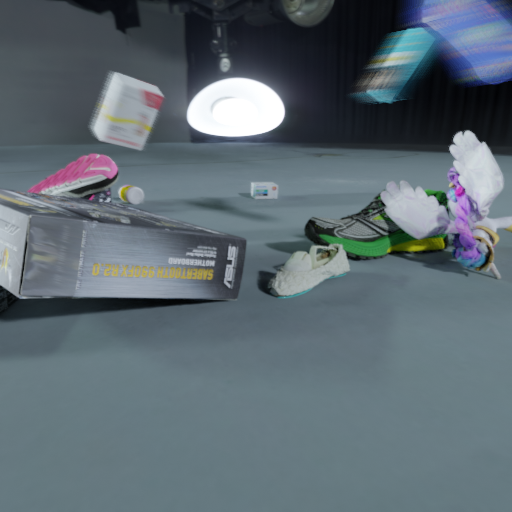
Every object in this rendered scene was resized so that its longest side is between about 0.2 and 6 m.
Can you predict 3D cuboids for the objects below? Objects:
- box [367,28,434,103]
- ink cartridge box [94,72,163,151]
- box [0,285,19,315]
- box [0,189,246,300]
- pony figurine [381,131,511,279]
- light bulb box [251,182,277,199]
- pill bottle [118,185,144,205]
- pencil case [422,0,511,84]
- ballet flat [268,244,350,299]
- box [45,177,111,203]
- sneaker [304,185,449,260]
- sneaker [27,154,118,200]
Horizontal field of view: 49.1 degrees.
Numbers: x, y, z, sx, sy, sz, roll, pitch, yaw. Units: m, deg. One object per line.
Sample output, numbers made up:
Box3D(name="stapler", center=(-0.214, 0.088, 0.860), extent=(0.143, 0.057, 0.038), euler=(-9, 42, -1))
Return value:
Box3D(name="box", center=(2.637, -3.486, 10.279), extent=(0.331, 1.345, 0.553), euler=(30, 10, -20))
Box3D(name="ink cartridge box", center=(-2.334, -2.599, 10.210), extent=(0.847, 1.167, 0.487), euler=(8, 33, -37))
Box3D(name="box", center=(-4.362, 0.563, 7.221), extent=(2.127, 0.523, 2.202), euler=(2, 13, -4))
Box3D(name="box", center=(-2.527, -0.254, 8.221), extent=(3.079, 0.940, 3.887), euler=(3, 9, -43))
Box3D(name="pony figurine", center=(3.665, -0.824, 9.776), extent=(1.980, 2.296, 2.378), euler=(-38, -4, 35))
Box3D(name="light bulb box", center=(0.249, -2.027, 17.391), extent=(0.711, 0.447, 0.717), euler=(-2, 15, -11))
Box3D(name="pill bottle", center=(-3.699, -1.809, 16.420), extent=(0.507, 0.507, 0.972), euler=(-9, 17, -32))
Box3D(name="pencil case", center=(3.291, -3.419, 8.510), extent=(1.870, 0.812, 0.730), euler=(55, 21, 18))
Box3D(name="ballet flat", center=(0.804, 0.157, 8.645), extent=(0.646, 0.646, 1.800), euler=(12, 19, 39))
Box3D(name="box", center=(-4.815, -1.714, 15.200), extent=(1.612, 0.925, 1.065), euler=(12, 19, 40))
Box3D(name="sneaker", center=(2.273, -0.697, 10.538), extent=(3.035, 1.293, 1.184), euler=(-7, 16, -23))
Box3D(name="sneaker", center=(-3.520, -1.010, 10.836), extent=(2.783, 1.217, 1.027), euler=(-20, 31, 30))
